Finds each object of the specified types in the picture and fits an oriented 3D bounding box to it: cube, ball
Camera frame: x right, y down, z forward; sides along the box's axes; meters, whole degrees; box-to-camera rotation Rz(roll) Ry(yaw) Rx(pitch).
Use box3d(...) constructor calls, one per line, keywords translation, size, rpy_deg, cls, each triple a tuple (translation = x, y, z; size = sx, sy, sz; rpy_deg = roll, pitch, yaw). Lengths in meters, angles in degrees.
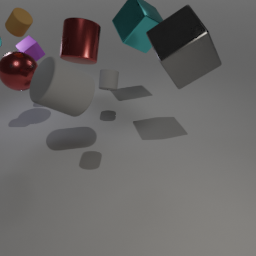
box3d(translation=(1.576, -2.265, 7.969), size=(1.400, 1.400, 1.400), rpy_deg=(-30, 51, 16), cls="cube")
box3d(translation=(-3.951, -3.169, 11.386), size=(0.700, 0.700, 0.700), rpy_deg=(-43, 58, -10), cls="cube")
box3d(translation=(0.467, -4.133, 11.213), size=(1.400, 1.400, 1.400), rpy_deg=(9, 48, -44), cls="cube")
box3d(translation=(-3.918, -2.037, 10.072), size=(1.400, 1.400, 1.400), rpy_deg=(0, 29, 0), cls="ball")

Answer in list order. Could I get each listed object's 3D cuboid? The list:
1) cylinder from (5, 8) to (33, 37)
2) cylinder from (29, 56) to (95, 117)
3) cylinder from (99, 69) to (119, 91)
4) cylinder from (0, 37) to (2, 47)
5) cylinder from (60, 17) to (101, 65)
box3d(translation=(-3.771, -3.647, 9.688), size=(0.700, 0.700, 0.700), rpy_deg=(-33, 8, 37), cls="cylinder")
box3d(translation=(-1.948, -1.192, 8.325), size=(1.400, 1.400, 1.400), rpy_deg=(21, 10, -42), cls="cylinder")
box3d(translation=(-0.719, -1.789, 10.462), size=(0.700, 0.700, 0.700), rpy_deg=(5, 1, 0), cls="cylinder")
box3d(translation=(-4.238, -2.541, 8.238), size=(0.700, 0.700, 0.700), rpy_deg=(-18, 22, 24), cls="cylinder")
box3d(translation=(-0.899, -1.623, 5.308), size=(0.700, 0.700, 0.700), rpy_deg=(7, 2, 0), cls="cylinder")
